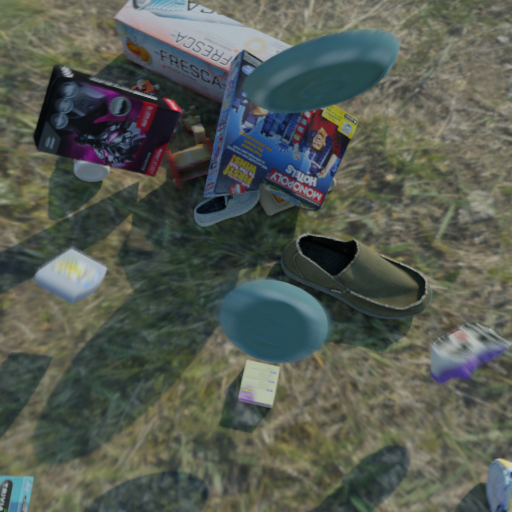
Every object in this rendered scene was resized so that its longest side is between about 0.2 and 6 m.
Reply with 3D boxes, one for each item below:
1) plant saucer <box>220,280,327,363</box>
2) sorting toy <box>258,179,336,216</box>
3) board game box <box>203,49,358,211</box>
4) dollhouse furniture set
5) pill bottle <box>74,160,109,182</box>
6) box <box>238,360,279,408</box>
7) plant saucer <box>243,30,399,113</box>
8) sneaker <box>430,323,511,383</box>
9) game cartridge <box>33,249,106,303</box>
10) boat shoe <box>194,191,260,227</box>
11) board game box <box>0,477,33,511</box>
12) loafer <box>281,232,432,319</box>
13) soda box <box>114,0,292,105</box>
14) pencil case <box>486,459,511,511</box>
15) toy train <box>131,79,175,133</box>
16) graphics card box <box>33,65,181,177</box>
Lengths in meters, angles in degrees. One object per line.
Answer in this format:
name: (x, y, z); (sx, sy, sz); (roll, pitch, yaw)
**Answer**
plant saucer: (0.249, 1.115, 8.786); (1.719, 1.719, 0.236); (11, 37, 5)
sorting toy: (0.674, -1.824, 12.217); (1.679, 0.306, 1.554); (-25, 68, -10)
board game box: (0.241, -2.130, 11.340); (2.817, 0.869, 2.815); (27, 84, -17)
dollhouse furniture set: (-1.532, -2.407, 12.351); (0.969, 0.733, 1.801); (-18, 52, -8)
pill bottle: (-3.596, -2.345, 12.215); (0.736, 0.736, 1.311); (-8, 66, -3)
box: (0.054, 2.365, 10.333); (0.634, 0.348, 0.721); (11, 66, 5)
plant saucer: (1.141, -3.045, 9.676); (2.735, 2.735, 0.375); (-13, 86, -6)
sneaker: (3.415, 1.589, 9.111); (1.728, 0.721, 0.697); (-10, 31, -30)
game cartridge: (-3.147, 0.343, 9.721); (0.865, 1.297, 0.263); (32, 112, -3)
boat shoe: (-0.610, -1.096, 11.743); (1.498, 0.534, 0.523); (-26, 70, -7)
board game box: (-4.826, 4.419, 9.378); (1.821, 0.427, 1.374); (1, 66, 0)
loafer: (1.933, 0.354, 10.835); (3.029, 1.055, 1.139); (16, 67, 7)
soda box: (-1.138, -4.678, 12.940); (4.115, 1.308, 1.407); (28, 69, 11)
pencil case: (5.031, 3.966, 9.248); (2.288, 1.038, 0.951); (8, 30, 2)
toy train: (-2.612, -3.356, 12.804); (1.301, 0.482, 1.732); (-26, 68, -11)
graphics card box: (-2.886, -2.571, 10.983); (2.511, 1.575, 0.639); (10, 32, -36)
